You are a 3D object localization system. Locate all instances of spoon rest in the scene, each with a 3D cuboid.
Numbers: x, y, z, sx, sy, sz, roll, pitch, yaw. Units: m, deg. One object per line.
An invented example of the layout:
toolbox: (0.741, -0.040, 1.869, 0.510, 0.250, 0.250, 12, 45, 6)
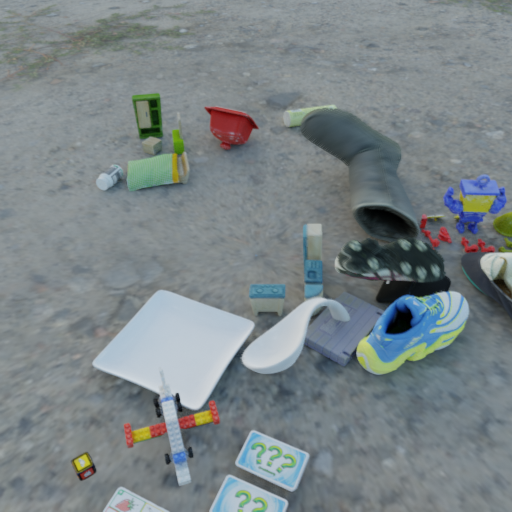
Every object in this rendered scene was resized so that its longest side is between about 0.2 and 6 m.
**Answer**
spoon rest: (0.657, 1.284, 9.379, 2.092, 0.634, 1.039, -29, 19, -31)

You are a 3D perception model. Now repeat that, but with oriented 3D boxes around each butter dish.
butter dish: (-0.732, -3.393, 15.252, 1.348, 1.000, 1.352, 14, -1, 11)

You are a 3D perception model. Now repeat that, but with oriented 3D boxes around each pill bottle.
pill bottle: (-3.631, -1.936, 13.872, 0.387, 0.387, 0.685, 15, 42, 18)

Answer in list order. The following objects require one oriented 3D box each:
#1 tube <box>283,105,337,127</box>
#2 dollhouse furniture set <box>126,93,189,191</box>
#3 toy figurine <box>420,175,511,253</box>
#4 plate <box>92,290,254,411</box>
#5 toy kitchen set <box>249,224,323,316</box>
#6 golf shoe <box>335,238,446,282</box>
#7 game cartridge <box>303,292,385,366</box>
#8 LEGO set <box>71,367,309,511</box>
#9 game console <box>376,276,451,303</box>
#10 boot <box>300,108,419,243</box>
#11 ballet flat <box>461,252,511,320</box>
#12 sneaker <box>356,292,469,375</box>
tube: (1.705, -4.146, 16.565, 1.815, 0.527, 0.471, -14, 4, -21)
dollhouse furniture set: (-2.646, -3.043, 14.573, 1.555, 1.201, 3.111, -7, 40, -8)
toy figurine: (4.878, -0.993, 11.860, 2.497, 1.496, 1.317, 3, 40, 4)
plate: (-1.355, 1.591, 9.629, 2.063, 0.334, 2.067, 17, 43, 20)
toy kitchen set: (0.594, 0.245, 10.734, 1.346, 0.990, 1.680, 0, 37, 5)
golf shoe: (2.500, 0.116, 10.535, 2.068, 0.911, 0.798, 7, 72, -8)
game cartridge: (1.572, 1.280, 10.091, 0.950, 0.281, 1.466, 23, 45, 32)
LEGO set: (-0.998, 2.919, 7.611, 2.943, 0.722, 2.198, 19, 48, 18)
game console: (3.040, 0.665, 10.834, 1.018, 0.674, 1.158, -7, 37, 43)
boot: (2.284, -1.880, 12.853, 2.932, 1.170, 3.225, 18, 47, -6)
ballet flat: (4.845, 0.565, 10.384, 1.039, 1.039, 2.845, -9, 40, -11)
sneaker: (2.828, 1.096, 9.407, 2.450, 1.287, 0.928, -29, 61, -24)
